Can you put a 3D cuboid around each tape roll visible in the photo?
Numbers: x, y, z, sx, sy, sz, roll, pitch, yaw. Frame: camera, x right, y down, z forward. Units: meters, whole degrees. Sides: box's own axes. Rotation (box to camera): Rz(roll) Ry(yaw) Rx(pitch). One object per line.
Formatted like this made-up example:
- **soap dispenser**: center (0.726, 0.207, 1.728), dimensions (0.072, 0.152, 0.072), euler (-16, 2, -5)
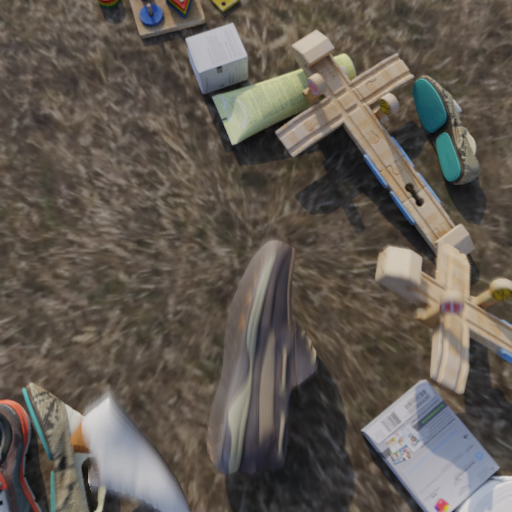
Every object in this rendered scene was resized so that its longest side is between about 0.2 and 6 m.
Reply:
- **tape roll**: center (3.550, 3.912, 7.373), dimensions (1.894, 0.662, 1.894), euler (-1, 72, 2)

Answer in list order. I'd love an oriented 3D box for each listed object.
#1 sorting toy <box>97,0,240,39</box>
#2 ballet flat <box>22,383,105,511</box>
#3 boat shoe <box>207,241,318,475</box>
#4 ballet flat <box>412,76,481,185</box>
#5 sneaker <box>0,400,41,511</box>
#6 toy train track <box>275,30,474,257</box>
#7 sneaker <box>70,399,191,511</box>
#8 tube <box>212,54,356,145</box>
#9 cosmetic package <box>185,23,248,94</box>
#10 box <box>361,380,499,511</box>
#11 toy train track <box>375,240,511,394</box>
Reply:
- **sorting toy**: center (-1.538, -4.547, 9.775), dimensions (2.437, 0.412, 1.175), euler (-16, 76, -4)
- **ballet flat**: center (-2.555, 2.820, 7.739), dimensions (0.877, 0.790, 2.330), euler (-12, 81, -22)
- **boat shoe**: center (0.172, 1.385, 7.678), dimensions (1.154, 1.172, 3.148), euler (13, 87, -14)
- **ballet flat**: center (3.133, -2.047, 9.090), dimensions (0.705, 0.635, 1.873), euler (-14, 80, -27)
- **sneaker**: center (-3.521, 3.197, 7.432), dimensions (0.953, 1.012, 2.472), euler (-13, 76, -3)
- **toy train track**: center (1.960, -1.702, 8.552), dimensions (2.419, 0.686, 4.217), euler (-35, 88, -8)
- **sneaker**: center (-1.672, 2.894, 7.441), dimensions (0.851, 0.732, 2.011), euler (-38, 101, -11)
- **tube**: center (0.494, -2.644, 9.215), dimensions (2.303, 0.598, 0.668), euler (-23, 43, -5)
- **cosmetic package**: center (-0.641, -3.255, 9.287), dimensions (0.839, 0.692, 0.692), euler (-21, 77, -5)
- **box**: center (2.438, 2.729, 7.920), dimensions (1.190, 0.314, 1.526), euler (-38, 78, -8)
- **toy train track**: center (3.472, 1.000, 7.470), dimensions (4.139, 0.673, 2.374), euler (30, 48, -12)
